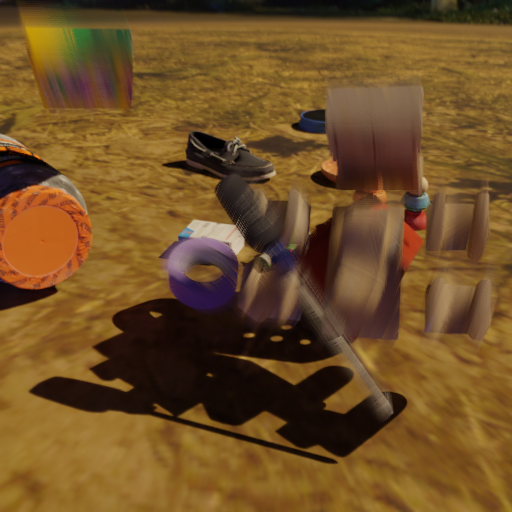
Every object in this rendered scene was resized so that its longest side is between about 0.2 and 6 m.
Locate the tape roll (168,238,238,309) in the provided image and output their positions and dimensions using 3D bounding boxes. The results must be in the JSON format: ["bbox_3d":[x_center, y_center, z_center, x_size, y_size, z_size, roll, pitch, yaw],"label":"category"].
[{"bbox_3d":[-0.630,0.200,6.686,0.824,0.350,0.824,2,50,-3],"label":"tape roll"}]

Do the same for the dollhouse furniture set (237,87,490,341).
[{"bbox_3d":[1.188,-0.292,5.871,2.182,2.376,1.546,2,-17,16],"label":"dollhouse furniture set"}]

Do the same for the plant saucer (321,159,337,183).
[{"bbox_3d":[1.958,-1.685,11.284,1.319,0.247,1.319,0,28,0],"label":"plant saucer"}]

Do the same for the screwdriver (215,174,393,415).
[{"bbox_3d":[0.442,0.299,5.020,2.548,0.355,0.371,53,22,8],"label":"screwdriver"}]

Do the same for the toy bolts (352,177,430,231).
[{"bbox_3d":[2.234,-0.810,8.922,1.222,0.848,1.167,-5,28,-9],"label":"toy bolts"}]

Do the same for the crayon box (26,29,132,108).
[{"bbox_3d":[-2.061,-2.208,6.703,1.111,0.375,1.288,-3,-10,-14],"label":"crayon box"}]

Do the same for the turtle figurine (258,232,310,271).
[{"bbox_3d":[0.516,-0.080,8.051,0.711,0.988,0.958,32,57,11],"label":"turtle figurine"}]

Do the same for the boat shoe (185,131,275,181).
[{"bbox_3d":[-0.589,-2.077,11.524,2.266,0.711,0.823,20,33,34],"label":"boat shoe"}]

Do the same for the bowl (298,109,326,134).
[{"bbox_3d":[1.935,-3.594,14.905,1.611,0.316,1.611,0,27,0],"label":"bowl"}]

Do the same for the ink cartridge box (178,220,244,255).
[{"bbox_3d":[-0.657,-0.227,8.335,0.830,0.350,0.606,9,29,16],"label":"ink cartridge box"}]

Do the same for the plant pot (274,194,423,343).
[{"bbox_3d":[1.166,0.013,6.400,1.219,1.075,1.220,44,36,5],"label":"plant pot"}]

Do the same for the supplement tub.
[{"bbox_3d":[-3.410,-0.655,7.751,1.650,1.650,2.692,-20,34,-33],"label":"supplement tub"}]
